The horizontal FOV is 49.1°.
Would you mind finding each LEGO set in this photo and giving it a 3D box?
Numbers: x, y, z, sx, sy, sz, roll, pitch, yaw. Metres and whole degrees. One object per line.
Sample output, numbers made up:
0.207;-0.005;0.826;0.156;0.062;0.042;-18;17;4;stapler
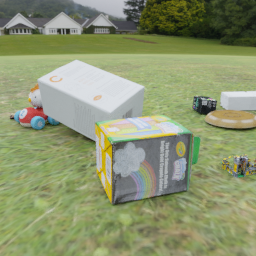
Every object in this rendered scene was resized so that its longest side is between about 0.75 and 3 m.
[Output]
2.816;0.809;6.902;0.953;0.552;0.733;-2;19;-6;LEGO set

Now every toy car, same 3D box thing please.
-3.416;-0.888;10.411;1.417;1.538;1.360;15;24;38;toy car

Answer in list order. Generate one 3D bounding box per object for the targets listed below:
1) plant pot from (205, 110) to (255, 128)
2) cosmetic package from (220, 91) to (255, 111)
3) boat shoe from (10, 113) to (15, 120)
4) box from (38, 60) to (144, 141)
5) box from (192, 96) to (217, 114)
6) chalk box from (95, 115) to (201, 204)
3.972;-0.403;10.693;1.998;0.275;1.998;-1;16;0;plant pot
5.205;-1.238;12.772;1.705;0.692;0.962;-1;20;-5;cosmetic package
-4.272;-0.402;11.069;0.769;0.277;0.277;6;48;-9;boat shoe
-1.169;-0.873;9.012;2.864;1.396;1.781;26;45;25;box
3.314;-1.014;12.176;0.717;0.600;0.965;2;16;-9;box
0.528;0.577;6.270;2.272;1.414;1.407;-6;20;-19;chalk box
